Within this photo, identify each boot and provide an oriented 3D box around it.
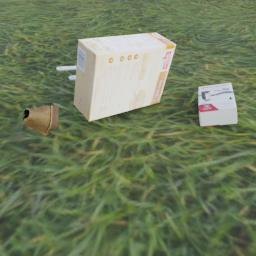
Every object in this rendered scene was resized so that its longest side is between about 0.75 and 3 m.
[{"bbox_3d":[-2.211,-0.229,6.892,0.758,0.739,2.008,4,-8,-21],"label":"boot"}]

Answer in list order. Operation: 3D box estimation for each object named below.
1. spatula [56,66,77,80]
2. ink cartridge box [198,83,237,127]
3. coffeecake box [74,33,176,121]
[{"bbox_3d":[-0.808,-1.851,9.699,2.864,0.230,1.992,-13,44,-35],"label":"spatula"},{"bbox_3d":[2.587,-0.706,8.204,1.015,0.573,1.383,-6,36,16],"label":"ink cartridge box"},{"bbox_3d":[-0.106,-1.480,7.836,2.566,1.970,0.938,-17,47,-33],"label":"coffeecake box"}]
